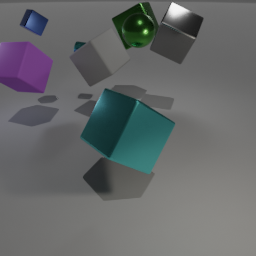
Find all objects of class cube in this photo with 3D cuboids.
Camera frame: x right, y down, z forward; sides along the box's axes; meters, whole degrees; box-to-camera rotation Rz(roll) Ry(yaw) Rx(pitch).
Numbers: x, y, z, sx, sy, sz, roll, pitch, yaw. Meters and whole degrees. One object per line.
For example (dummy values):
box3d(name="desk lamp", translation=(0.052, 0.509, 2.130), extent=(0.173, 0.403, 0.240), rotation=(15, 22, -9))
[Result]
box3d(name="cube", translation=(1.867, -3.641, 10.854), extent=(1.400, 1.400, 1.400), rotation=(25, 57, -1))
box3d(name="cube", translation=(-1.055, -2.672, 10.661), extent=(1.400, 1.400, 1.400), rotation=(-18, 23, 43))
box3d(name="cube", translation=(-3.608, -4.045, 10.741), extent=(0.700, 0.700, 0.700), rotation=(23, 6, -41))
box3d(name="cube", translation=(-3.900, -2.214, 10.382), extent=(1.400, 1.400, 1.400), rotation=(6, -13, 25))
box3d(name="cube", translation=(0.401, -4.388, 12.006), extent=(1.400, 1.400, 1.400), rotation=(-19, 17, 27))
box3d(name="cube", translation=(-0.023, 0.064, 6.741), extent=(1.400, 1.400, 1.400), rotation=(27, 1, -40))

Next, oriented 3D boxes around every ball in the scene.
box3d(name="ball", translation=(0.223, -2.042, 5.886), extent=(0.700, 0.700, 0.700), rotation=(0, 28, 0))

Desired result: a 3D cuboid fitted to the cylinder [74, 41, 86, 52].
box3d(name="cylinder", translation=(-1.933, -3.388, 12.264), extent=(0.700, 0.700, 0.700), rotation=(10, 29, 7))
